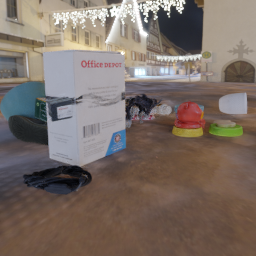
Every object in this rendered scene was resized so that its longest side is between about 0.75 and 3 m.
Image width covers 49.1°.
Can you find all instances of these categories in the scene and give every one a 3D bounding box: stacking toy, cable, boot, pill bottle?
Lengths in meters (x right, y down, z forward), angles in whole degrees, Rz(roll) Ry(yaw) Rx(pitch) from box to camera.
[{"bbox_3d":[3.162,-0.553,11.434,2.674,1.248,2.954,1,13,8],"label":"stacking toy"},{"bbox_3d":[-1.554,1.052,6.132,1.464,0.372,1.194,1,12,8],"label":"cable"},{"bbox_3d":[-2.691,-0.154,10.384,2.321,0.926,2.553,20,26,20],"label":"boot"},{"bbox_3d":[1.852,-1.031,15.215,0.578,0.578,1.010,-9,15,-35],"label":"pill bottle"}]

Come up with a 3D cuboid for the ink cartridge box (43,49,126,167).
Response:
[{"bbox_3d":[-1.129,-0.671,7.968,1.236,2.934,2.122,9,15,34],"label":"ink cartridge box"}]

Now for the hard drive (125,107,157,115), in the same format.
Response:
[{"bbox_3d":[0.219,-0.867,14.355,2.254,0.296,1.486,1,0,-5],"label":"hard drive"}]

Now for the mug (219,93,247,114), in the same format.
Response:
[{"bbox_3d":[5.762,-1.234,15.331,1.347,1.135,1.537,-2,-20,27],"label":"mug"}]

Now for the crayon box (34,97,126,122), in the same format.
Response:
[{"bbox_3d":[-1.611,-0.608,10.023,1.774,0.728,2.822,21,21,32],"label":"crayon box"}]

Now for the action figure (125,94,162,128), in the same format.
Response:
[{"bbox_3d":[0.257,-0.764,12.226,2.742,1.399,1.629,3,8,44],"label":"action figure"}]

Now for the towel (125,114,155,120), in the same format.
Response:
[{"bbox_3d":[0.574,-0.532,13.859,1.456,0.218,1.066,1,10,3],"label":"towel"}]

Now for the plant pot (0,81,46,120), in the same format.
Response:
[{"bbox_3d":[-3.603,-0.579,10.736,2.023,2.023,1.362,-13,57,-46],"label":"plant pot"}]
